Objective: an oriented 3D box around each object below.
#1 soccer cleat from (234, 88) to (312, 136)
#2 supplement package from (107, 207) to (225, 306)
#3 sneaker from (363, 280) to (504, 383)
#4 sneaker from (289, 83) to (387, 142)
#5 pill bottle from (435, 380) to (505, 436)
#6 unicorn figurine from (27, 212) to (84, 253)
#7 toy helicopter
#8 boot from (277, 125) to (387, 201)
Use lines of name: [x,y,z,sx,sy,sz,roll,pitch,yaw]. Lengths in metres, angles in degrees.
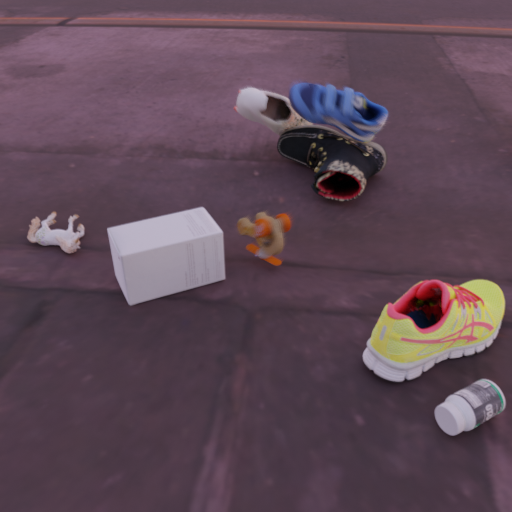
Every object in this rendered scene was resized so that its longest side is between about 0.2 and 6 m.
soccer cleat: [0.559,-2.931,11.682,0.918,0.820,2.368,22,13,39]
supplement package: [-1.318,-0.023,8.297,1.503,0.879,0.882,-14,37,-21]
sneaker: [2.397,0.712,7.076,2.338,1.056,0.914,-22,39,-31]
sneaker: [1.572,-2.829,10.542,1.981,0.815,0.732,15,74,-19]
pill bottle: [2.367,1.688,6.223,0.719,0.406,0.406,-18,39,-24]
unicorn figurine: [-3.206,-0.355,9.250,1.215,0.449,0.835,-7,43,15]
toy helicopter: [0.059,-0.306,8.775,0.476,0.798,1.207,-16,22,-27]
boot: [1.270,-1.850,10.943,2.304,0.832,1.740,15,34,18]
